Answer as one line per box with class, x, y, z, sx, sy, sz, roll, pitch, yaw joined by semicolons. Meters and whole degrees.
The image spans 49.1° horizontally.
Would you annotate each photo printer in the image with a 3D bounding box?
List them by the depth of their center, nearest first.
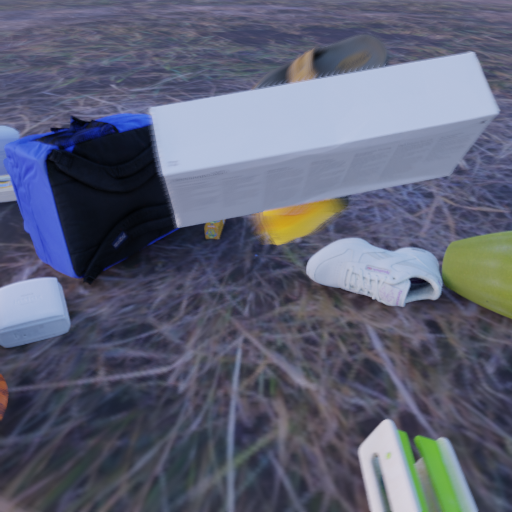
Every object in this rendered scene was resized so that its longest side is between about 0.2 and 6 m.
photo printer;-3.578;0.827;8.892;1.061;0.443;1.276;-12;35;-19
photo printer;-4.798;-1.928;10.266;0.328;0.945;0.786;32;23;17

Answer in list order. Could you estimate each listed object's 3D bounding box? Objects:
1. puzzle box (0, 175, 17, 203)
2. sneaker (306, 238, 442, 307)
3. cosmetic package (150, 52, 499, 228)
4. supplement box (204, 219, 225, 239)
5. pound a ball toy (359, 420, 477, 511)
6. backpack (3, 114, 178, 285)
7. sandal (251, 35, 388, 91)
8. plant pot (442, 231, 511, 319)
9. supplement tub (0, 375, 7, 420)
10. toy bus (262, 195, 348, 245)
puzzle box;-5.790;-1.696;13.034;2.247;0.286;1.495;-9;34;-14
sneaker;1.989;0.302;9.347;2.276;0.852;1.134;2;32;3
cosmetic package;0.667;-1.238;6.142;3.388;1.398;0.858;-11;74;-6
supplement box;-0.833;-0.667;11.412;0.287;0.297;0.864;1;35;6
pound a ball toy;1.854;2.837;5.548;1.363;0.888;2.090;21;29;-15
backpack;-2.851;-1.482;10.605;2.630;2.547;3.134;25;41;38
sandal;1.274;-3.426;10.972;3.417;1.396;0.933;-29;-3;-12
plant pot;3.970;0.269;9.002;1.713;1.603;1.603;9;31;39
supplement tub;-4.418;1.337;6.946;2.721;1.667;1.667;24;40;32
toy bus;0.422;-1.252;7.883;1.194;1.689;1.759;-28;21;24
